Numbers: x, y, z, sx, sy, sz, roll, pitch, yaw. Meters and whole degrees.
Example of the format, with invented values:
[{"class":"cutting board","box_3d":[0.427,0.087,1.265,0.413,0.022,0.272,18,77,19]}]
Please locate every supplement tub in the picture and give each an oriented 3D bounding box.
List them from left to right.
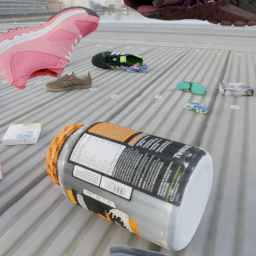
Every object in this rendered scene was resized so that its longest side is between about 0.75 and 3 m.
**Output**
[{"class":"supplement tub","box_3d":[-0.043,0.835,4.970,2.696,1.652,1.652,15,29,31]}]

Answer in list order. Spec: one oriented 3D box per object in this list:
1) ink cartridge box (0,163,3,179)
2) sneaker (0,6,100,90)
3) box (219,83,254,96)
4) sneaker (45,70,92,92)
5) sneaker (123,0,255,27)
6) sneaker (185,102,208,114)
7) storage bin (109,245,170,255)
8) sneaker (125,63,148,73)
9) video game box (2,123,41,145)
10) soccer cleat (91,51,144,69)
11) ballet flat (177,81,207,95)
[{"class":"ink cartridge box","box_3d":[-4.067,0.815,5.847,2.194,0.930,1.598,13,28,23]},{"class":"sneaker","box_3d":[-1.648,-1.742,6.312,2.770,1.202,1.021,-35,3,-27]},{"class":"box","box_3d":[4.505,-1.622,11.723,1.190,0.288,0.943,2,25,3]},{"class":"sneaker","box_3d":[-2.582,-2.073,12.122,2.023,0.764,0.713,-9,27,-19]},{"class":"sneaker","box_3d":[1.034,-1.788,3.764,2.531,0.958,1.462,7,23,34]},{"class":"sneaker","box_3d":[2.446,-0.747,9.851,0.367,0.314,0.885,-27,33,-32]},{"class":"storage bin","box_3d":[0.037,2.040,2.971,0.966,1.328,0.892,7,36,14]},{"class":"sneaker","box_3d":[0.456,-3.234,14.897,1.234,0.484,0.465,1,24,3]},{"class":"video game box","box_3d":[-3.018,0.163,8.045,0.885,0.227,0.971,-5,26,-5]},{"class":"soccer cleat","box_3d":[-0.548,-3.706,15.187,2.884,0.974,1.169,0,6,-7]},{"class":"ballet flat","box_3d":[2.732,-1.710,11.741,1.402,0.521,0.521,24,34,36]}]
